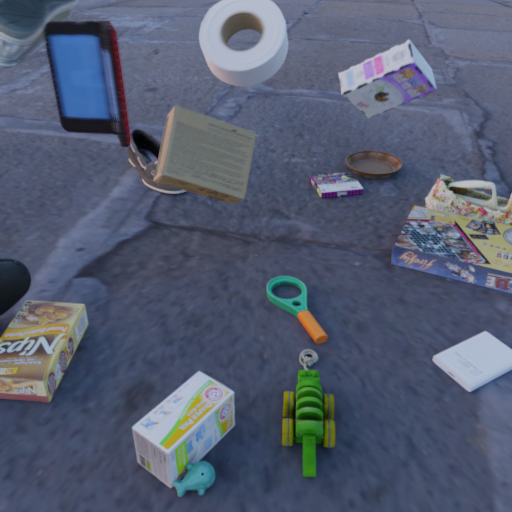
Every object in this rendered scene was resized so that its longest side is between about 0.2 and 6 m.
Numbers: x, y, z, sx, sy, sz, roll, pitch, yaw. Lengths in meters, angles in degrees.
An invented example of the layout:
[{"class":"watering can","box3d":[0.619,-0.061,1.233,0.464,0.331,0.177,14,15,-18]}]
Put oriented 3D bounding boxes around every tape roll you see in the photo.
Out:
[{"class":"tape roll","box3d":[-0.261,-4.567,11.850,1.846,0.646,1.846,-2,77,8]}]

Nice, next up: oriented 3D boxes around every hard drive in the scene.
[{"class":"hard drive","box3d":[3.309,1.561,8.360,1.112,0.141,0.734,-18,38,-25]}]

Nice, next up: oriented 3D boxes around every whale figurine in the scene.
[{"class":"whale figurine","box3d":[-0.723,2.631,6.600,0.500,0.259,0.398,-21,70,-20]}]

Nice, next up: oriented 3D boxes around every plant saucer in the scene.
[{"class":"plant saucer","box3d":[2.926,-2.251,13.999,1.391,0.254,1.391,0,34,0]}]

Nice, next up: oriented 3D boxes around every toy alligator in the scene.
[{"class":"toy alligator","box3d":[0.704,1.850,7.503,0.663,0.606,2.235,2,34,4]}]

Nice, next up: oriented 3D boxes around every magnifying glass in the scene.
[{"class":"magnifying glass","box3d":[0.707,0.862,9.383,0.689,0.194,1.730,-12,36,-18]}]

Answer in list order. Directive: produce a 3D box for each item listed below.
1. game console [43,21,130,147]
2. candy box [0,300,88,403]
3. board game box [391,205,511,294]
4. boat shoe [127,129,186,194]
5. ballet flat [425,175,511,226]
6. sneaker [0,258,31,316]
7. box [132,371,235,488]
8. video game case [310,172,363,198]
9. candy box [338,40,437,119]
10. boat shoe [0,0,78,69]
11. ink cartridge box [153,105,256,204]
[{"class":"game console","box3d":[-2.560,-2.583,8.446,1.018,1.715,1.478,-10,29,-14]},{"class":"candy box","box3d":[-3.268,1.369,8.345,0.979,0.469,1.696,3,33,3]},{"class":"board game box","box3d":[4.045,-0.142,10.647,2.563,0.443,1.736,15,37,21]},{"class":"boat shoe","box3d":[-2.483,-2.324,13.627,0.909,0.774,2.718,-19,38,-26]},{"class":"ballet flat","box3d":[4.956,-1.008,11.528,2.885,0.922,1.091,15,34,20]},{"class":"sneaker","box3d":[-4.600,1.181,8.142,3.116,1.155,1.379,-33,47,-27]},{"class":"box","box3d":[-0.871,2.133,7.016,0.613,0.681,1.210,23,39,30]},{"class":"video game case","box3d":[1.883,-1.673,13.186,1.022,0.183,0.927,-7,34,-10]},{"class":"candy box","box3d":[2.343,-3.112,10.012,1.360,0.486,1.141,-17,-20,32]},{"class":"boat shoe","box3d":[-3.866,-4.179,9.774,0.977,0.850,2.651,24,41,-17]},{"class":"ink cartridge box","box3d":[-0.694,-1.358,7.682,1.218,1.003,0.457,15,-12,-22]}]
